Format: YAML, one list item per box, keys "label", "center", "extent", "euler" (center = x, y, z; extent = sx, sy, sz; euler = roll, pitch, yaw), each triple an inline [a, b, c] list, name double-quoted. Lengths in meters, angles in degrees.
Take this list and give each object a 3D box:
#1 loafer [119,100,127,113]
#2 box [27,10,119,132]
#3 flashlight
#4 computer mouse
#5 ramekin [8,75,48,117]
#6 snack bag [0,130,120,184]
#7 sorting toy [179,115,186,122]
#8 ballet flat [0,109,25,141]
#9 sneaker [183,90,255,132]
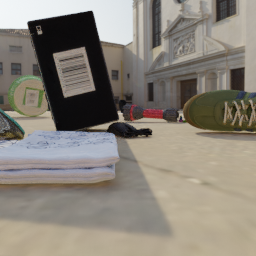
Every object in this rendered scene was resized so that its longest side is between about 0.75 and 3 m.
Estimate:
- label: "loafer"
  center: [-0.131, -0.808, 12.731]
  extent: [0.421, 0.436, 1.241]
  euler: [-1, 39, -24]
- label: "box"
  center: [-1.171, -1.143, 6.426]
  extent: [1.330, 2.228, 2.266]
  euler: [-14, 6, -7]
- label: "flashlight"
  center: [0.860, -0.549, 10.772]
  extent: [2.093, 0.709, 0.711]
  euler: [5, -38, 20]
- label: "computer mouse"
  center: [-0.053, 0.016, 5.565]
  extent: [0.695, 0.265, 1.004]
  euler: [-4, 6, -37]
- label: "ramekin"
  center: [-5.839, -1.883, 16.945]
  extent: [2.548, 2.548, 1.245]
  euler: [-2, 12, -29]
- label: "snack bag"
  center: [-1.212, 0.221, 2.941]
  extent: [2.222, 0.238, 2.095]
  euler: [0, 5, -3]
- label: "sorting toy"
  center: [2.243, -0.368, 10.364]
  extent: [0.346, 0.344, 0.997]
  euler: [-3, 6, -32]
- label: "ballet flat"
  center: [-2.370, -0.313, 3.763]
  extent: [0.776, 0.776, 2.157]
  euler: [4, -38, 41]
- label: "sneaker"
  center: [2.735, -0.382, 5.881]
  extent: [2.898, 0.972, 1.301]
  euler: [3, -1, -3]
